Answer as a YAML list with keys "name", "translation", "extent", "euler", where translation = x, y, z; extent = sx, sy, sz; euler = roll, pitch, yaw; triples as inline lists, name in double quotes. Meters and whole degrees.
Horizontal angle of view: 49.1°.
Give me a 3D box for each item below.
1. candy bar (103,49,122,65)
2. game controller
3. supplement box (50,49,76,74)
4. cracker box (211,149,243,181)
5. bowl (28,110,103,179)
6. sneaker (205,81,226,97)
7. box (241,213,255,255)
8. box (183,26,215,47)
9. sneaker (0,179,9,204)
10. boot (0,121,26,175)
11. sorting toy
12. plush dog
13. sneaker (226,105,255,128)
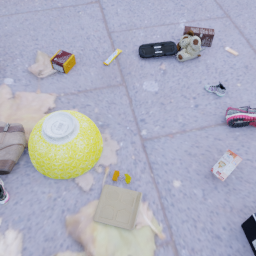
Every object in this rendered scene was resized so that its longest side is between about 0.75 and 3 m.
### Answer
- name: "candy bar"
  translation: [-0.767, -3.515, 13.914]
  extent: [0.331, 0.147, 1.326]
  euler: [28, 59, 18]
- name: "game controller"
  translation: [1.486, -3.899, 13.959]
  extent: [1.913, 0.403, 0.998]
  euler: [-6, 59, 3]
- name: "supplement box"
  translation: [-3.103, -3.180, 13.411]
  extent: [0.868, 0.576, 0.856]
  euler: [22, 58, 15]
- name: "cracker box"
  translation: [3.471, 1.309, 9.923]
  extent: [0.295, 0.686, 1.024]
  euler: [37, 96, -12]
- name: "bowl"
  translation: [-2.398, 0.293, 10.393]
  extent: [2.861, 1.540, 2.861]
  euler: [0, 54, 0]
- name: "sneaker"
  translation: [3.911, -1.845, 12.421]
  extent: [0.942, 0.659, 0.366]
  euler: [26, 59, 17]
- name: "box"
  translation: [4.907, 3.474, 8.338]
  extent: [2.071, 1.216, 2.036]
  euler: [-11, 56, -7]
- name: "box"
  translation: [3.593, -4.702, 14.363]
  extent: [1.531, 0.767, 0.574]
  euler: [9, 55, 7]
- name: "sneaker"
  translation: [-4.591, 2.028, 9.772]
  extent: [1.274, 0.550, 0.512]
  euler: [38, 62, 24]
- name: "boot"
  translation: [-5.306, 0.704, 10.425]
  extent: [2.893, 1.016, 2.115]
  euler: [3, 56, -9]
- name: "sorting toy"
  translation: [-0.255, 2.442, 9.693]
  extent: [1.437, 0.258, 1.929]
  euler: [9, 55, 12]
- name: "plush dog"
  translation: [3.014, -4.066, 13.782]
  extent: [1.157, 1.442, 1.239]
  euler: [-2, 58, -43]
- name: "sneaker"
  translation: [5.088, -0.541, 11.396]
  extent: [2.128, 0.858, 0.794]
  euler: [1, 53, 2]
